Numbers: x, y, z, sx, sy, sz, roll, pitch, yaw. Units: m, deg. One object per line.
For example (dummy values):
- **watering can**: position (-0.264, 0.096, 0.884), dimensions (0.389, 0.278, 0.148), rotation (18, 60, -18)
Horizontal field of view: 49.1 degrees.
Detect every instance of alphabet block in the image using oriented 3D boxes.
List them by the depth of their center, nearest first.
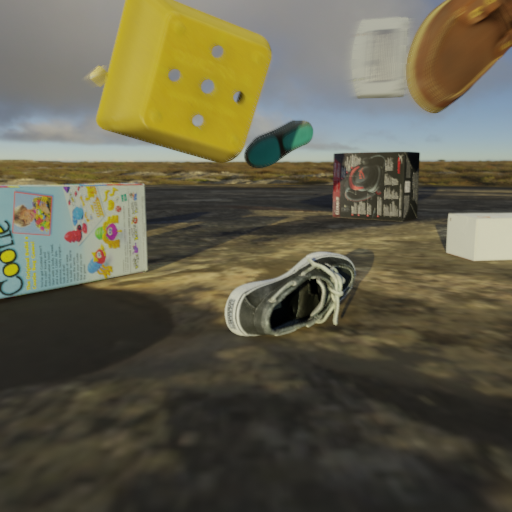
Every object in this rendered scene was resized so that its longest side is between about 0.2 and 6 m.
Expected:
- **alphabet block**: position (-2.410, -2.761, 8.621), dimensions (0.202, 0.205, 0.200), rotation (37, 20, -38)

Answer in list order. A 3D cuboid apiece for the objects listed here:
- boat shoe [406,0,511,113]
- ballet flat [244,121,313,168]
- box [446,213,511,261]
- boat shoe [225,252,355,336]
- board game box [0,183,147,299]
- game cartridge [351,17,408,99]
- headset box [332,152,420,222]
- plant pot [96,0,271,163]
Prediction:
- **boat shoe**: position (3.066, -3.184, 7.512), dimensions (1.064, 2.957, 0.999), rotation (43, -16, -16)
- **ballet flat**: position (0.294, -1.809, 9.076), dimensions (1.480, 0.499, 0.471), rotation (-29, 33, -30)
- **box**: position (3.559, -0.295, 8.176), dimensions (1.269, 0.619, 0.789), rotation (-1, 9, -10)
- **boat shoe**: position (0.446, 0.297, 4.516), dimensions (0.513, 0.555, 1.502), rotation (3, 9, 43)
- **board game box**: position (-2.370, -0.252, 6.265), dimensions (1.089, 1.108, 2.114), rotation (5, 9, 34)
- **game cartridge**: position (1.966, -3.159, 8.976), dimensions (0.853, 1.282, 0.262), rotation (4, -5, 14)
- **headset box**: position (2.945, -1.809, 14.430), dimensions (2.294, 1.705, 0.860), rotation (7, 11, 41)
- **plant pot**: position (-0.842, -2.238, 7.281), dimensions (1.941, 1.941, 1.712), rotation (13, 15, -23)
